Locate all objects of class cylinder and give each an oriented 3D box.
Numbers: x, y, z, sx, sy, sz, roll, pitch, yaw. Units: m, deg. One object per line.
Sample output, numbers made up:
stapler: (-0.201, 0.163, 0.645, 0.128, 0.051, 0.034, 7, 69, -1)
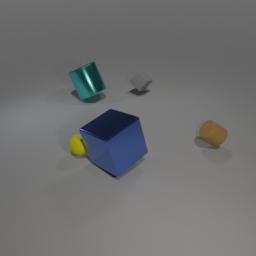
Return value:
cylinder: (-1.938, -2.278, 13.456, 1.400, 1.400, 1.400, -23, 15, 7)
cylinder: (3.012, 0.173, 9.894, 0.700, 0.700, 0.700, 29, 22, -22)

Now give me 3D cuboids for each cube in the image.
cube: (0.685, -2.363, 14.098, 0.700, 0.700, 0.700, 48, 26, 11)
cube: (-0.437, 0.415, 8.909, 1.400, 1.400, 1.400, -36, 36, -30)

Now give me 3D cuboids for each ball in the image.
ball: (-1.634, 0.557, 9.508, 0.700, 0.700, 0.700, 0, 30, 0)
